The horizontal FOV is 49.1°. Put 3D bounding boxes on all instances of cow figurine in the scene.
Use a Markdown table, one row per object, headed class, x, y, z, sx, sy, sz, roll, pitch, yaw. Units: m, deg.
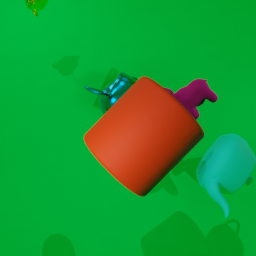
| class | x | y | z | sx | sy | sz | roll | pitch | yaw |
| --- | --- | --- | --- | --- | --- | --- | --- | --- | --- |
| cow figurine | 1.279 | -0.766 | 6.547 | 1.240 | 0.691 | 1.260 | 45 | 106 | -1 |

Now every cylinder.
| class | x | y | z | sx | sy | sz | roll | pitch | yaw |
| --- | --- | --- | --- | --- | --- | --- | --- | --- | --- |
| cylinder | 0.245 | 0.129 | 4.457 | 1.364 | 1.364 | 1.364 | -46 | 75 | 1 |

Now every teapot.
| class | x | y | z | sx | sy | sz | roll | pitch | yaw |
| --- | --- | --- | --- | --- | --- | --- | --- | --- | --- |
| teapot | 1.773 | 0.737 | 4.962 | 0.884 | 1.123 | 1.806 | 34 | 49 | 8 |

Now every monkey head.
| class | x | y | z | sx | sy | sz | roll | pitch | yaw |
| --- | --- | --- | --- | --- | --- | --- | --- | --- | --- |
| monkey head | -2.759 | -3.862 | 8.111 | 0.876 | 1.217 | 0.733 | 29 | 29 | 5 |
| monkey head | 0.021 | -0.488 | 6.226 | 1.170 | 1.397 | 1.942 | -47 | 115 | -2 |
